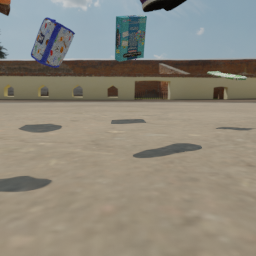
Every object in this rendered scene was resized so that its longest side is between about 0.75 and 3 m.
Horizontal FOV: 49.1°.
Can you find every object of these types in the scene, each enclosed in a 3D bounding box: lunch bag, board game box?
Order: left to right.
[{"bbox_3d":[-2.766,-3.099,10.259,1.151,1.580,1.858,24,12,-14],"label":"lunch bag"},{"bbox_3d":[0.116,-4.192,13.055,1.465,1.940,0.455,-18,36,-33],"label":"board game box"}]

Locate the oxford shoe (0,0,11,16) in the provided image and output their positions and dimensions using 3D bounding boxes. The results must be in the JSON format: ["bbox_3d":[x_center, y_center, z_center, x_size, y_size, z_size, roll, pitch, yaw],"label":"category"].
[{"bbox_3d":[-3.339,-2.874,6.456,1.178,0.429,0.420,9,30,-11],"label":"oxford shoe"}]

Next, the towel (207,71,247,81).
[{"bbox_3d":[3.375,-1.782,9.529,1.091,0.128,0.832,25,25,38],"label":"towel"}]

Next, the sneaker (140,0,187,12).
[{"bbox_3d":[0.874,-3.360,6.783,0.691,0.799,1.825,-20,5,42],"label":"sneaker"}]
